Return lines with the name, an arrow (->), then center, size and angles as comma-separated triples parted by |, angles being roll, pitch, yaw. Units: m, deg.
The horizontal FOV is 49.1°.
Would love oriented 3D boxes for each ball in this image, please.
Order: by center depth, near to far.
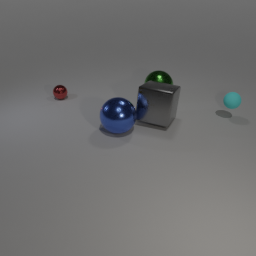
ball -> -0.376, -0.471, 10.638 | 1.400, 1.400, 1.400 | 0, 30, 0
ball -> 4.312, -1.135, 11.576 | 0.700, 0.700, 0.700 | 0, 30, 0
ball -> 1.466, -2.048, 13.420 | 1.400, 1.400, 1.400 | 0, 30, 0
ball -> -3.286, -1.744, 13.585 | 0.700, 0.700, 0.700 | 0, 30, 0

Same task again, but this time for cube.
cube -> 1.220, -1.018, 11.357 | 1.400, 1.400, 1.400 | 14, 23, 18
